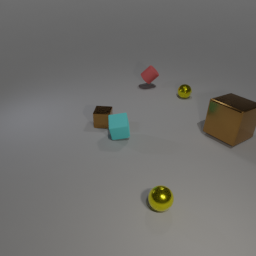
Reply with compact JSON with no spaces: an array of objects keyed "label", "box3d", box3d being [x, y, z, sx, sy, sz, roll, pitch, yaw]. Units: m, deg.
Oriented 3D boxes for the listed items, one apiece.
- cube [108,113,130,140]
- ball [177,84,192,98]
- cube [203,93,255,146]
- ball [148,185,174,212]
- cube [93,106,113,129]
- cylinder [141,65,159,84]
[{"label":"cube","box3d":[-0.328,-0.062,10.607,0.700,0.700,0.700,-8,50,4]},{"label":"ball","box3d":[2.815,-1.824,13.914,0.700,0.700,0.700,0,31,0]},{"label":"cube","box3d":[3.952,-0.366,10.664,1.400,1.400,1.400,-17,34,-36]},{"label":"ball","box3d":[0.904,1.926,7.680,0.700,0.700,0.700,0,31,0]},{"label":"cube","box3d":[-1.028,-0.451,11.619,0.700,0.700,0.700,3,31,5]},{"label":"cylinder","box3d":[1.139,-2.781,14.602,0.700,0.700,0.700,-39,22,22]}]
